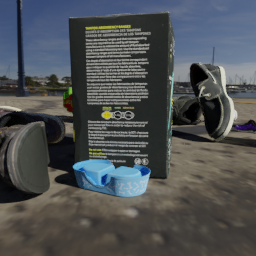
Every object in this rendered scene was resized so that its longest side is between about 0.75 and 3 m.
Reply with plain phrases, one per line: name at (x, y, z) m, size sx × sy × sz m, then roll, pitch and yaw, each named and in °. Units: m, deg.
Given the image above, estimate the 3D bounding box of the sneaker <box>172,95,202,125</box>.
sneaker at (2.507, -0.736, 11.446) m, size 1.659 × 1.107 × 2.896 m, roll 7°, pitch 14°, yaw 33°

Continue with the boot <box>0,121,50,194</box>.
boot at (-2.403, 0.492, 4.078) m, size 2.370 × 0.942 × 2.722 m, roll -8°, pitch 6°, yaw -14°

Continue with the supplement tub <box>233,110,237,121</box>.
supplement tub at (4.052, -0.516, 11.604) m, size 0.763 × 0.555 × 0.555 m, roll -2°, pitch 8°, yaw -14°

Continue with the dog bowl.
dog bowl at (-0.246, 0.706, 4.006) m, size 1.174 × 0.291 × 0.655 m, roll 4°, pitch 9°, yaw 29°

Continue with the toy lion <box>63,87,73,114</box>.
toy lion at (-1.501, -1.244, 13.081) m, size 2.659 × 0.953 × 2.775 m, roll -31°, pitch -40°, yaw 34°

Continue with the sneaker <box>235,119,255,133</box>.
sneaker at (3.877, -0.076, 8.985) m, size 0.855 × 0.425 × 0.297 m, roll 8°, pitch 12°, yaw 41°

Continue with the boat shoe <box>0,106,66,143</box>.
boat shoe at (-2.938, -0.037, 6.993) m, size 2.655 × 0.955 × 0.860 m, roll 7°, pitch 4°, yaw 8°

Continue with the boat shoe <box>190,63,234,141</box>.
boat shoe at (2.296, -0.844, 8.086) m, size 0.995 × 1.057 × 2.942 m, roll 19°, pitch 46°, yaw -14°

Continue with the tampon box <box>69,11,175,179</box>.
tampon box at (0.013, -0.592, 5.162) m, size 1.586 × 2.513 × 1.883 m, roll 2°, pitch 8°, yaw 11°
